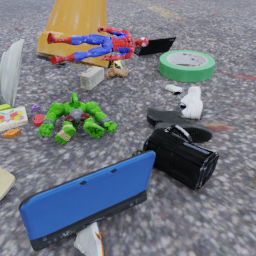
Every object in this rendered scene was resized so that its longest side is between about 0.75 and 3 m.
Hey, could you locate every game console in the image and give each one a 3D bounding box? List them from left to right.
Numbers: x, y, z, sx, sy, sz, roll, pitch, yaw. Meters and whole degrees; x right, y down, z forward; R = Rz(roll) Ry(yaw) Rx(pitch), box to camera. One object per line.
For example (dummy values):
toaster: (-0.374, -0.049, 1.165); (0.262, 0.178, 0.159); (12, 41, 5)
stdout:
game console: (-1.035, 1.321, 6.396); (2.815, 1.666, 2.403); (-18, 20, -24)

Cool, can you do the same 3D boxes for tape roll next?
tape roll: (2.983, -3.215, 14.345); (2.765, 0.665, 2.765); (0, 35, 0)

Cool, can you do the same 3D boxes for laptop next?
laptop: (1.388, -4.994, 16.466); (2.011, 1.172, 2.269); (-12, 36, -17)

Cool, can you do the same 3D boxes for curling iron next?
curling iron: (-4.282, -3.793, 15.474); (2.483, 0.317, 0.615); (26, 43, 32)

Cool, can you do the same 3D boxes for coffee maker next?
coffee maker: (1.394, 0.953, 7.970); (1.847, 1.244, 1.774); (26, 54, 33)

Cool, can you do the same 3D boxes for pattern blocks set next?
pattern blocks set: (-4.537, -0.340, 10.585); (2.640, 0.214, 2.320); (-24, 41, -30)

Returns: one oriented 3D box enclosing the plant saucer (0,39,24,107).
plant saucer: (-3.501, -1.671, 8.322); (0.512, 2.039, 2.039); (11, 31, -21)

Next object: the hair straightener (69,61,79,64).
hair straightener: (-2.910, -3.734, 15.508); (0.883, 0.181, 0.340); (17, 38, 23)

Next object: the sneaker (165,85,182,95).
sneaker: (2.009, -1.695, 12.466); (0.783, 0.295, 0.450); (12, 34, 12)

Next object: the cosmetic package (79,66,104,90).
cosmetic package: (-1.685, -2.373, 13.121); (0.573, 0.679, 1.313); (16, 37, 22)

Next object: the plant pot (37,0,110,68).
plant pot: (-1.857, -3.752, 10.518); (2.693, 2.466, 2.693); (12, 9, -2)

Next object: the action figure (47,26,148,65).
action figure: (-0.643, -2.143, 7.287); (2.699, 0.883, 0.698); (-14, 3, -28)

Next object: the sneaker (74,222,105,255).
sneaker: (-0.855, 2.634, 6.138); (0.618, 0.509, 1.344); (-15, 29, -9)

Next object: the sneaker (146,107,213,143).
sneaker: (1.752, -0.173, 9.898); (2.370, 0.712, 1.236); (4, 39, 11)

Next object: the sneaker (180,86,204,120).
sneaker: (2.507, -1.077, 11.224); (0.892, 0.763, 2.049); (0, 34, 8)

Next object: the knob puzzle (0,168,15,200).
knob puzzle: (-4.021, 1.688, 7.595); (2.039, 0.283, 2.039); (0, 34, 0)

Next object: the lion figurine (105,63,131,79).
lion figurine: (-0.468, -2.758, 13.846); (1.271, 0.460, 0.778); (5, 68, -5)

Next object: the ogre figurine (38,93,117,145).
ogre figurine: (-1.758, -0.341, 9.738); (2.519, 1.236, 1.510); (-16, 48, -3)

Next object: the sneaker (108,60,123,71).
sneaker: (-0.633, -3.381, 14.591); (0.671, 0.662, 1.755); (-16, 39, -21)
